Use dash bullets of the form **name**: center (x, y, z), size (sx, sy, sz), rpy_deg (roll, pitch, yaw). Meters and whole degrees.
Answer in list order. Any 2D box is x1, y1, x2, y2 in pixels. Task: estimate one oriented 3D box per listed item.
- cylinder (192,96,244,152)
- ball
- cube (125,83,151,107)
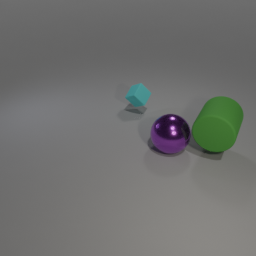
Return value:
- **cylinder**: center (3.011, -0.146, 9.365), size (1.400, 1.400, 1.400), rpy_deg (15, 38, 24)
- **ball**: center (1.484, 0.201, 9.777), size (1.400, 1.400, 1.400), rpy_deg (0, 30, 0)
- **cube**: center (0.442, -1.417, 12.158), size (0.700, 0.700, 0.700), rpy_deg (-4, 51, 55)
